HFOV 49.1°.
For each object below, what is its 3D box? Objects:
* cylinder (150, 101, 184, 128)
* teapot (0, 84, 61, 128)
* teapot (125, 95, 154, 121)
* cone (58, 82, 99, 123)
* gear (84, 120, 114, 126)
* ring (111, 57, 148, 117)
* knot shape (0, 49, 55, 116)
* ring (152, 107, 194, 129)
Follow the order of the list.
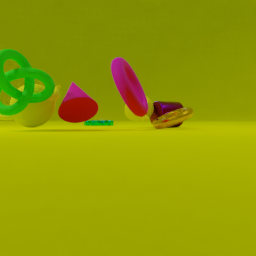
[{"bbox_3d":[1.250,-0.434,9.006,0.839,0.839,0.839,-1,2,-26],"label":"cylinder"},{"bbox_3d":[-2.315,-0.619,6.867,1.758,1.093,0.861,-29,43,-25],"label":"teapot"},{"bbox_3d":[0.347,-0.658,8.734,0.923,1.484,0.727,-23,-38,-6],"label":"teapot"},{"bbox_3d":[-1.242,-0.761,6.637,0.923,0.926,0.923,-12,-33,-8],"label":"cone"},{"bbox_3d":[-1.352,-0.235,12.996,1.344,0.249,1.344,0,1,0],"label":"gear"},{"bbox_3d":[0.059,-0.982,6.730,0.307,1.536,1.536,-25,-6,16],"label":"ring"},{"bbox_3d":[-2.318,-1.012,5.848,1.361,1.274,0.629,-24,20,-17],"label":"knot shape"},{"bbox_3d":[1.245,-0.284,7.798,1.205,0.241,1.205,-21,7,3],"label":"ring"}]
